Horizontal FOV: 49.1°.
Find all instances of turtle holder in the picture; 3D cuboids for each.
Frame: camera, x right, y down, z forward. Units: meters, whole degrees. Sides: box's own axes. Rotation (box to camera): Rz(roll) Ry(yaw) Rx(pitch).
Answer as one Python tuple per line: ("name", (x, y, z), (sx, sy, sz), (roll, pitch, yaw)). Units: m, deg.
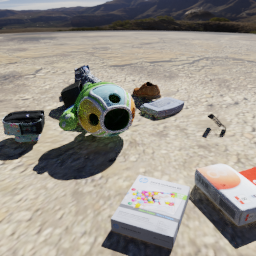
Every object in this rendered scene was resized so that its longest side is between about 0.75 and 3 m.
("turtle holder", (-1.010, -0.683, 10.451), (2.776, 2.109, 1.971), (18, 13, -30))

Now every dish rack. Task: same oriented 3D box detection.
("dish rack", (3.687, -0.236, 11.531), (0.885, 0.241, 0.679), (51, 18, 20))

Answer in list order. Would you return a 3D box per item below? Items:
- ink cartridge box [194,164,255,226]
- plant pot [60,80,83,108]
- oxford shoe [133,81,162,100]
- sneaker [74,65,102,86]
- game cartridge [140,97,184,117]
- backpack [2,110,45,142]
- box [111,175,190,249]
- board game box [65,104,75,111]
("ink cartridge box", (3.331, 1.576, 7.656), (2.350, 0.589, 1.906), (-12, 28, -18))
("plant pot", (-2.728, -1.591, 14.008), (1.017, 1.147, 1.144), (-13, 25, 3))
("oxford shoe", (0.988, -2.088, 15.074), (0.868, 0.868, 2.434), (-17, 17, -26))
("sneaker", (-2.054, -2.792, 16.053), (2.657, 1.441, 0.931), (14, 28, 27))
("game cartridge", (1.741, -1.032, 13.555), (1.986, 0.412, 1.323), (-20, 35, -37))
("backpack", (-3.953, -0.114, 10.645), (1.470, 1.107, 1.305), (1, 24, -11))
("box", (0.636, 1.977, 6.999), (1.486, 0.393, 1.906), (10, 26, 21))
("board game box", (-1.610, -0.594, 12.532), (2.437, 0.475, 1.926), (-3, 29, 7))
